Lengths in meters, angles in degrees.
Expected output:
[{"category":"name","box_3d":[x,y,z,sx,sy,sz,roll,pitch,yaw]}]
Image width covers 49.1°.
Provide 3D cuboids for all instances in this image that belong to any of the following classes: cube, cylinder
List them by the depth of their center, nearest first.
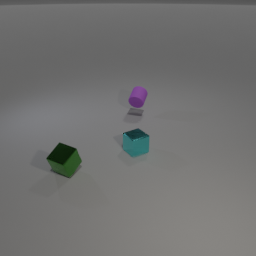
[{"category":"cube","box_3d":[-1.988,1.003,8.798,0.700,0.700,0.700,17,53,24]},{"category":"cube","box_3d":[0.283,0.523,10.022,0.700,0.700,0.700,-17,32,-29]},{"category":"cylinder","box_3d":[0.448,-1.368,12.420,0.700,0.700,0.700,9,52,17]}]
